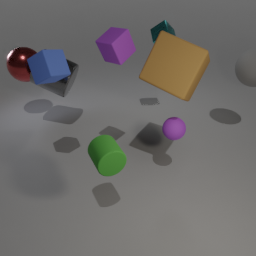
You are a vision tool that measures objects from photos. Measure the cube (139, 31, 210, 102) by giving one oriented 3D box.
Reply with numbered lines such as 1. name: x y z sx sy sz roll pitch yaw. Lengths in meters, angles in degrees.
1. cube: 1.366 -1.697 8.003 1.400 1.400 1.400 29 11 15

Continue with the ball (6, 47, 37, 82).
1. ball: -4.198 -2.583 11.415 1.400 1.400 1.400 0 31 0

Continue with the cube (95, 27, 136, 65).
1. cube: -0.331 -2.278 7.763 0.700 0.700 0.700 23 63 39

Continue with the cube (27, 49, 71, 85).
1. cube: -2.081 -1.612 7.396 0.700 0.700 0.700 -16 4 36

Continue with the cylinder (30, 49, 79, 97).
1. cylinder: -2.807 -2.091 10.763 1.400 1.400 1.400 25 31 -7

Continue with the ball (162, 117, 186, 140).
1. ball: 1.377 0.018 8.374 0.700 0.700 0.700 0 31 0

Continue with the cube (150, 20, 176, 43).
1. cube: 1.373 -3.546 10.773 0.700 0.700 0.700 -25 58 31

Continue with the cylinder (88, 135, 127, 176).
1. cylinder: -0.485 0.622 6.393 0.700 0.700 0.700 -14 37 -22

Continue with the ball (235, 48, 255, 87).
1. ball: 4.682 -2.212 10.298 1.400 1.400 1.400 0 31 0
